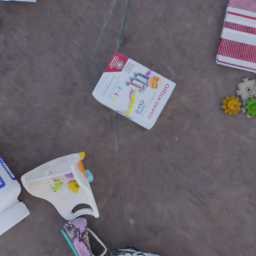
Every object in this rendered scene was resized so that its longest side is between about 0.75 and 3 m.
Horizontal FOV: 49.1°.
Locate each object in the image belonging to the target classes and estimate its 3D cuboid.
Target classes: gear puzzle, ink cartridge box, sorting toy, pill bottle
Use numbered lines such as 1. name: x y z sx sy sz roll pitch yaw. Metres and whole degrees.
1. gear puzzle: 4.066 -1.020 8.665 2.442 0.320 1.265 -15 87 -1
2. ink cartridge box: 0.187 -1.011 8.135 1.909 1.381 1.387 28 87 2
3. sorting toy: -1.671 1.831 8.096 2.118 1.131 1.906 -16 102 32
4. pill bottle: -4.100 1.588 7.855 1.626 1.626 2.902 -35 87 -2

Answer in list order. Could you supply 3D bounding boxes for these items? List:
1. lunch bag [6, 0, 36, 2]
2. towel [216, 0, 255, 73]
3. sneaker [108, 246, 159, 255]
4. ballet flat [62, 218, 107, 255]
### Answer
1. lunch bag: -3.548 -4.765 8.395 1.811 1.357 2.135 1 77 -2
2. towel: 3.743 -2.921 8.808 1.611 0.254 2.236 13 86 0
3. sneaker: 0.353 3.883 8.183 2.149 0.972 0.714 19 88 -25
4. ballet flat: -0.989 3.926 8.163 0.985 0.957 2.768 -23 86 -22
